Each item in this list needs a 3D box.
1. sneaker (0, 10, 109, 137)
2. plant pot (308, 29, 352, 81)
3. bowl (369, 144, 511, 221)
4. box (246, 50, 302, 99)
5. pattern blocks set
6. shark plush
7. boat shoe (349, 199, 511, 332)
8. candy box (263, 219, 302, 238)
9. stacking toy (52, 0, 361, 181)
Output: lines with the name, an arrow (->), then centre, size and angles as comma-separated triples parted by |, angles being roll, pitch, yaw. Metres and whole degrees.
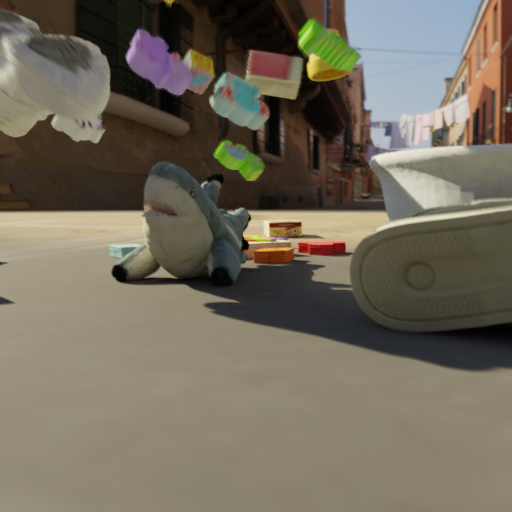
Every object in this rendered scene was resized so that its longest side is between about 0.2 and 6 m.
sneaker -> -2.802, -2.098, 7.024 | 1.132, 1.443, 2.905 | -18, 41, -42
plant pot -> 1.457, -4.090, 11.379 | 0.878, 0.826, 0.878 | -9, 1, 0
bowl -> 2.896, -0.335, 6.051 | 3.358, 1.509, 3.358 | 1, 6, 0
box -> 0.304, -3.245, 10.054 | 0.946, 0.515, 0.605 | 8, -14, -2
pattern blocks set -> -0.537, -0.172, 10.428 | 3.364, 0.310, 3.828 | 5, 8, 42
shark plush -> -0.494, -0.483, 7.810 | 1.575, 1.444, 3.467 | 3, 7, 28
boat shoe -> 2.408, 0.023, 4.169 | 3.245, 1.165, 1.097 | 1, 10, 27
candy box -> 0.725, -0.785, 15.775 | 0.918, 0.440, 1.591 | -2, 7, -4
stacking toy -> -0.765, -2.507, 8.234 | 3.840, 0.902, 2.895 | 14, -40, -31
